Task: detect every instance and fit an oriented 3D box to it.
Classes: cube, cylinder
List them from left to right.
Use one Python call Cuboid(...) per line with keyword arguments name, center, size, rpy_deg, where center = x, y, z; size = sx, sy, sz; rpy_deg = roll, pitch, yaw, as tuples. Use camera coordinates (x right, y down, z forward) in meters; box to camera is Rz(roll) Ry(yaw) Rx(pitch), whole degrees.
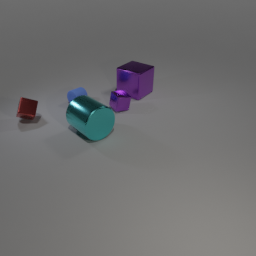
Cuboid(name="cube", center=(-4.234, -0.800, 11.745), size=(0.700, 0.700, 0.700), rpy_deg=(12, -17, -24))
Cuboid(name="cylinder", center=(-2.409, -1.521, 13.323), size=(0.700, 0.700, 0.700), rpy_deg=(20, 33, 30))
Cuboid(name="cylinder", center=(-1.462, -0.409, 10.897), size=(1.400, 1.400, 1.400), rpy_deg=(-25, 39, -35))
Cuboid(name="cube", center=(-0.364, -1.246, 12.823), size=(0.700, 0.700, 0.700), rpy_deg=(-9, 37, -32))
Cuboid(name="cube", center=(0.369, -2.445, 14.237), size=(1.400, 1.400, 1.400), rpy_deg=(21, 37, 28))
